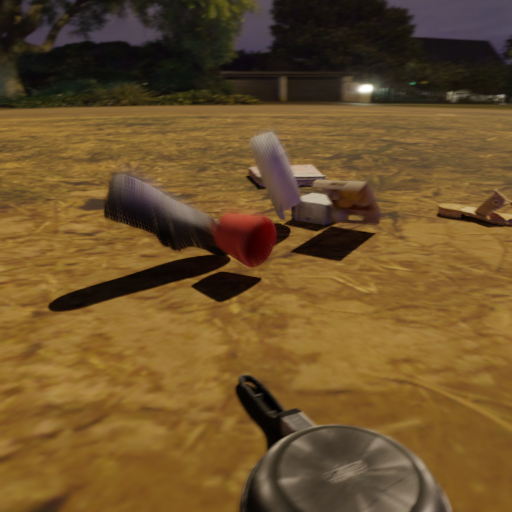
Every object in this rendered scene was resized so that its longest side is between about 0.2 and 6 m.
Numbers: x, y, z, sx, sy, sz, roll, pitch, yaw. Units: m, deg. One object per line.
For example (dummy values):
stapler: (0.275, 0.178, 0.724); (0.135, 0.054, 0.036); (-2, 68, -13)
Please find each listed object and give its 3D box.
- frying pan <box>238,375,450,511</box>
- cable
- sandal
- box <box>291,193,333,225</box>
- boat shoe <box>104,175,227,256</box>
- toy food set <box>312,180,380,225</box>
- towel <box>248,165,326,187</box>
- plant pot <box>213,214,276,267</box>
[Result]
frying pan: (0.730, 1.804, 5.296); (1.774, 0.477, 2.932); (0, 22, -3)
cable: (0.442, -1.917, 12.773); (0.634, 1.830, 1.830); (-22, -24, 0)
sandal: (5.568, -1.241, 13.452); (2.294, 0.754, 0.841); (10, 22, 27)
box: (1.489, -1.137, 13.496); (0.986, 0.517, 0.907); (14, 23, 37)
boat shoe: (-1.551, -0.529, 10.262); (2.740, 0.776, 0.940); (28, -20, -32)
toy food set: (1.978, -1.131, 12.176); (1.110, 0.467, 1.546); (6, -21, 28)
towel: (0.982, -2.607, 18.015); (2.209, 0.356, 2.110); (-3, 19, -10)
plant pot: (-0.248, -0.340, 9.955); (0.822, 0.929, 0.929); (19, 27, 38)
